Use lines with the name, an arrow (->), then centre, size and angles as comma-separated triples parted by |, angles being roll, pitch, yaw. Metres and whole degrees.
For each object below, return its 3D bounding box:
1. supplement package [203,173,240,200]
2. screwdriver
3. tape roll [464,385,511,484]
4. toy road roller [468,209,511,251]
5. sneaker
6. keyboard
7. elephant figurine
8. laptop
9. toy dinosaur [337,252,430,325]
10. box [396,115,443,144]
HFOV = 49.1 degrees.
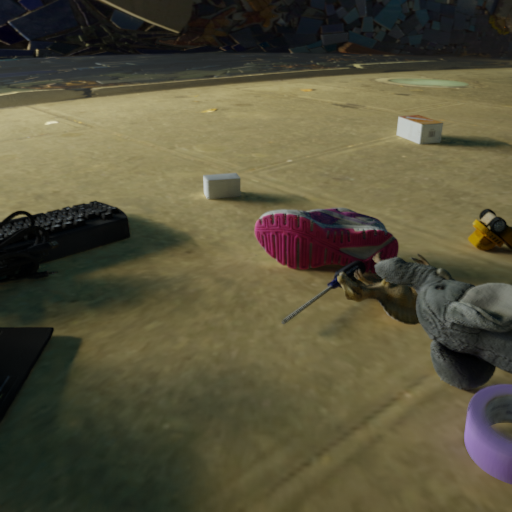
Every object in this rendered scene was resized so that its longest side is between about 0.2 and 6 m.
supplement package -> -0.827, -1.688, 13.517 | 0.827, 0.483, 0.485 | -6, 26, -13
screwdriver -> 1.068, 0.527, 8.860 | 0.326, 0.340, 2.339 | -20, 1, 44
tape roll -> 2.731, 1.854, 5.865 | 1.012, 0.430, 1.012 | -5, 30, 3
toy road roller -> 4.557, -0.367, 10.748 | 0.983, 0.717, 0.604 | 33, 19, -17
sneaker -> 1.243, -0.356, 10.196 | 2.535, 1.031, 1.118 | 10, 25, 2
keyboard -> -4.884, -0.345, 9.982 | 5.602, 1.110, 2.916 | -21, 32, -36
elephant figurine -> 2.778, 0.860, 7.026 | 2.303, 1.630, 1.787 | 1, 1, 0
laptop -> -4.358, 0.994, 6.543 | 2.996, 1.547, 2.655 | 0, 26, 0
toy dinosaur -> 2.399, 0.620, 8.635 | 2.504, 0.729, 1.266 | 12, 39, -1
box -> 5.458, -4.241, 18.749 | 0.849, 0.665, 1.365 | -9, 27, -18
